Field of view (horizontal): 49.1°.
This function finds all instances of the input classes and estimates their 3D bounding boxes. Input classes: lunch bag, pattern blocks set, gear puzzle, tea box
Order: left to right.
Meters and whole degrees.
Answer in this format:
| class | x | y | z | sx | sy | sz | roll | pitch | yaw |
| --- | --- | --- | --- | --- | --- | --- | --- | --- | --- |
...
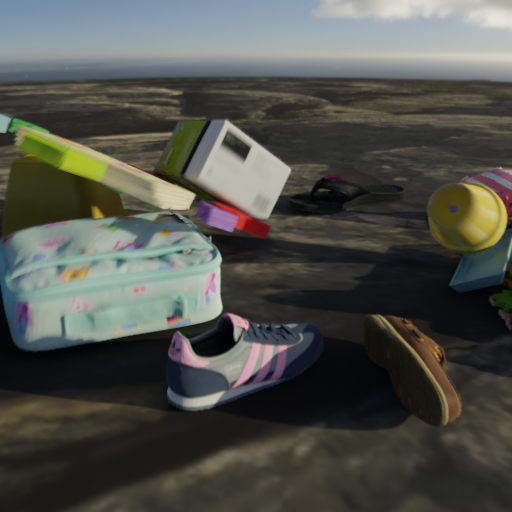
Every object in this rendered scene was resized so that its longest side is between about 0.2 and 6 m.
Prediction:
| class | x | y | z | sx | sy | sz | roll | pitch | yaw |
| --- | --- | --- | --- | --- | --- | --- | --- | --- | --- |
| pattern blocks set | -2.232 | -1.291 | 8.798 | 4.506 | 0.365 | 3.961 | 25 | 6 | 17 |
| lunch bag | -1.924 | 0.236 | 7.669 | 2.889 | 1.114 | 2.317 | -10 | 23 | -22 |
| tea box | -0.657 | -1.613 | 10.567 | 1.747 | 1.167 | 1.718 | 30 | -7 | -36 |
| gear puzzle | 4.042 | 0.717 | 7.475 | 1.513 | 0.382 | 2.920 | 1 | 22 | 3 |

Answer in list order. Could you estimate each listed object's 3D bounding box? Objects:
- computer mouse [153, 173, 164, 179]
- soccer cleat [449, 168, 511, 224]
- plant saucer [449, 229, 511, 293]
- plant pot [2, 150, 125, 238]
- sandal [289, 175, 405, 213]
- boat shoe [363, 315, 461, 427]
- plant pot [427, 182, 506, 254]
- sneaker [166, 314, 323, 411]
| class | x | y | z | sx | sy | sz | roll | pitch | yaw |
| --- | --- | --- | --- | --- | --- | --- | --- | --- | --- |
| computer mouse | -2.440 | -2.118 | 14.732 | 0.502 | 0.292 | 1.714 | -10 | 17 | -7 |
| soccer cleat | 5.412 | -0.974 | 10.870 | 3.355 | 1.119 | 1.283 | 1 | 44 | 12 |
| plant saucer | 3.708 | 0.053 | 9.021 | 0.785 | 0.213 | 2.246 | -18 | 11 | 33 |
| plant pot | -3.624 | -1.139 | 10.505 | 1.764 | 1.556 | 1.764 | 3 | 22 | 8 |
| sandal | 1.996 | -1.486 | 12.496 | 2.884 | 0.690 | 1.084 | -10 | 24 | -24 |
| boat shoe | 1.755 | 1.129 | 6.095 | 0.624 | 0.665 | 1.848 | -6 | 20 | -9 |
| plant pot | 3.284 | -0.666 | 8.981 | 1.177 | 1.177 | 1.108 | 17 | 2 | 35 |
| sneaker | -0.038 | 0.985 | 6.207 | 2.051 | 0.841 | 0.719 | -16 | 27 | -35 |
